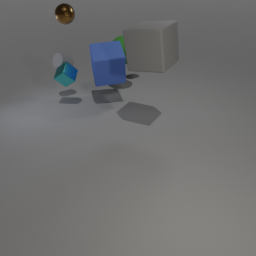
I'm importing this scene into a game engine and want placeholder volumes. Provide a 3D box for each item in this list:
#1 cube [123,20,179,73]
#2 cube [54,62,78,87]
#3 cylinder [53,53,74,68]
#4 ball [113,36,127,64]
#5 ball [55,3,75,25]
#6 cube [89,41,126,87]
[{"bbox_3d":[0.831,-2.810,9.610,1.400,1.400,1.400,10,34,29],"label":"cube"},{"bbox_3d":[-2.773,-2.393,12.521,0.700,0.700,0.700,-20,50,38],"label":"cube"},{"bbox_3d":[-3.030,-3.091,13.085,0.700,0.700,0.700,22,13,34],"label":"cylinder"},{"bbox_3d":[-0.227,-3.890,14.018,1.400,1.400,1.400,0,30,0],"label":"ball"},{"bbox_3d":[-2.240,-4.045,9.939,0.700,0.700,0.700,0,30,0],"label":"ball"},{"bbox_3d":[-0.918,-2.918,12.696,1.400,1.400,1.400,-9,49,-8],"label":"cube"}]
